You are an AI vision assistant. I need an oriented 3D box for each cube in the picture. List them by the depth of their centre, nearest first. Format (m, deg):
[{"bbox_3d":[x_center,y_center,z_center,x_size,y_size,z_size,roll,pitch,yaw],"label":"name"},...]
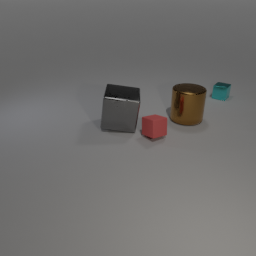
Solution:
[{"bbox_3d":[1.004,-0.074,10.645,0.700,0.700,0.700,-12,20,-34],"label":"cube"},{"bbox_3d":[-0.291,-0.810,11.287,1.400,1.400,1.400,7,30,-2],"label":"cube"},{"bbox_3d":[4.726,-1.856,14.174,0.700,0.700,0.700,18,33,30],"label":"cube"}]

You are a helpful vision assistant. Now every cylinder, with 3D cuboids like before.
[{"bbox_3d":[2.532,-1.026,11.858,1.400,1.400,1.400,0,27,0],"label":"cylinder"}]
